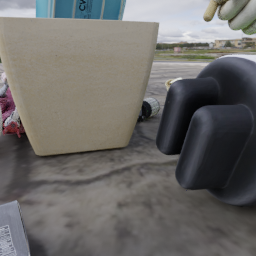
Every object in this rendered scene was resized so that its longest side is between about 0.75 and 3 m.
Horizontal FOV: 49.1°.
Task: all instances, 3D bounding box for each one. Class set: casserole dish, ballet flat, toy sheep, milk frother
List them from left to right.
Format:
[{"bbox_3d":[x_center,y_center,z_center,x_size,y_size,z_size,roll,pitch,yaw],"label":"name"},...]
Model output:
[{"bbox_3d":[-0.911,-2.180,5.696,1.800,2.972,0.577,-4,42,-25],"label":"casserole dish"},{"bbox_3d":[0.425,-0.773,7.861,0.869,0.963,0.906,32,27,17],"label":"milk frother"},{"bbox_3d":[2.219,-1.496,10.729,0.880,0.880,2.534,-7,15,-23],"label":"ballet flat"},{"bbox_3d":[2.708,-2.759,5.724,2.812,1.939,1.939,28,13,-8],"label":"toy sheep"}]

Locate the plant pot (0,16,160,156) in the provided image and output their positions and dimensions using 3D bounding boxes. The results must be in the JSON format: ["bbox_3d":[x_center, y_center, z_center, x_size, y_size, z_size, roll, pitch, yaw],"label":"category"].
[{"bbox_3d":[-1.073,-0.871,5.787,2.647,2.344,2.644,-6,16,-18],"label":"plant pot"}]

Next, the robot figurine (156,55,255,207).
[{"bbox_3d":[1.897,0.023,3.650,2.959,2.223,1.846,-4,-15,-19],"label":"robot figurine"}]

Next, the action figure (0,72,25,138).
[{"bbox_3d":[-2.806,-0.543,6.737,1.772,1.594,2.379,-30,37,15],"label":"action figure"}]

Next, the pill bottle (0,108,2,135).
[{"bbox_3d":[-3.587,-0.058,4.443,1.515,1.515,2.728,14,20,40],"label":"pill bottle"}]

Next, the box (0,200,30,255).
[{"bbox_3d":[-1.585,0.955,1.823,1.596,0.386,1.264,-11,-14,-33],"label":"box"}]
